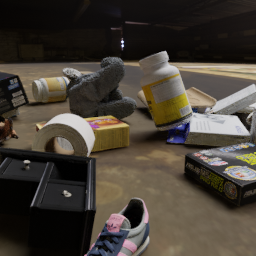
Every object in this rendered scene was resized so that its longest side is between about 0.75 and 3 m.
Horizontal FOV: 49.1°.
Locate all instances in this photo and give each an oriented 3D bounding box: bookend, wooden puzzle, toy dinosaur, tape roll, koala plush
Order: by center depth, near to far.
[{"bbox_3d":[-1.424,1.073,4.463,1.766,0.814,1.755,8,16,-8],"label":"bookend"},{"bbox_3d":[-1.474,0.372,6.518,1.271,1.271,0.872,1,16,3],"label":"tape roll"},{"bbox_3d":[-4.143,0.183,7.899,1.659,1.051,2.448,33,32,-12],"label":"toy dinosaur"},{"bbox_3d":[-1.522,-1.343,10.714,2.459,2.373,2.675,-32,33,-24],"label":"koala plush"},{"bbox_3d":[2.076,-1.171,12.587,2.853,0.660,2.642,-6,22,-11],"label":"wooden puzzle"}]

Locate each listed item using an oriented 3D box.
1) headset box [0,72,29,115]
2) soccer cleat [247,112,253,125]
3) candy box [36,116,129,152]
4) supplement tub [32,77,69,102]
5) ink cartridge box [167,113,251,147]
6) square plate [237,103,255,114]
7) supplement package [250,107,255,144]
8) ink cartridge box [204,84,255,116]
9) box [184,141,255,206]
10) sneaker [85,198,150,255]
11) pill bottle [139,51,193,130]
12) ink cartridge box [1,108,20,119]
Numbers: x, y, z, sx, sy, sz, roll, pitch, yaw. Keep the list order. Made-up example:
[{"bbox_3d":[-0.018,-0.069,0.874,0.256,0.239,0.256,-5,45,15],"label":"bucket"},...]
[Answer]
[{"bbox_3d":[-5.729,-1.300,11.283,2.344,1.249,2.692,-29,30,-31],"label":"headset box"},{"bbox_3d":[5.221,-0.195,9.450,0.903,0.806,2.327,-21,19,-40],"label":"soccer cleat"},{"bbox_3d":[-1.324,0.204,8.140,2.394,0.676,1.397,-6,17,-25],"label":"candy box"},{"bbox_3d":[-3.963,-1.980,14.505,1.709,1.236,1.236,-11,20,-34],"label":"supplement tub"},{"bbox_3d":[2.519,-0.002,9.168,2.366,0.480,2.361,3,17,10],"label":"ink cartridge box"},{"bbox_3d":[6.039,-0.940,12.696,2.021,0.287,2.002,7,18,23],"label":"square plate"},{"bbox_3d":[4.285,0.232,7.137,1.219,1.174,2.143,-3,17,-9],"label":"supplement package"},{"bbox_3d":[4.408,-1.031,11.941,2.249,0.457,2.245,-26,5,28],"label":"ink cartridge box"},{"bbox_3d":[2.576,0.889,6.181,2.088,0.462,1.673,-8,18,-25],"label":"box"},{"bbox_3d":[-0.272,1.523,3.558,0.632,0.739,1.802,8,19,25],"label":"sneaker"},{"bbox_3d":[1.184,-1.206,9.195,1.320,2.357,1.320,-20,7,3],"label":"pill bottle"},{"bbox_3d":[-4.977,-0.723,11.671,0.625,0.361,0.862,-24,27,-31],"label":"ink cartridge box"}]
